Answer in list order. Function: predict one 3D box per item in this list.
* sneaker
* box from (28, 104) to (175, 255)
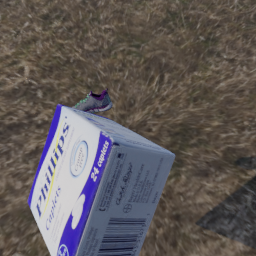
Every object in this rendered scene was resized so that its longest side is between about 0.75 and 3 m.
[{"bbox_3d":[-0.843,-0.512,5.637,1.019,0.446,0.379,-14,25,-2],"label":"sneaker"},{"bbox_3d":[-0.617,0.900,4.629,1.165,2.220,2.042,15,97,-34],"label":"box"}]
